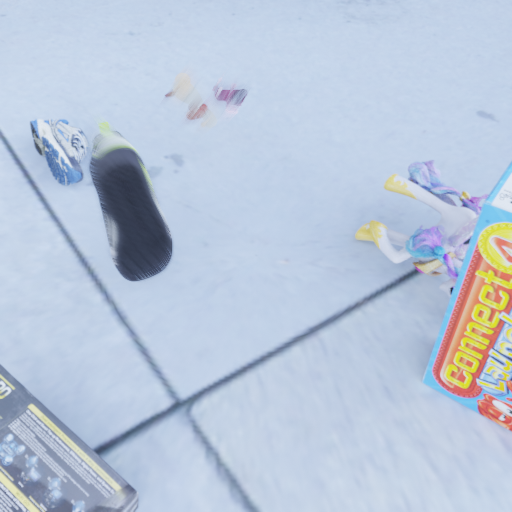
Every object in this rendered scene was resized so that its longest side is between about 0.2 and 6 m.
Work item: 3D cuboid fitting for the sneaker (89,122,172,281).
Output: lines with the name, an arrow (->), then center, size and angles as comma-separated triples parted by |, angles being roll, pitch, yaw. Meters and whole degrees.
sneaker -> -1.783, -0.744, 8.002 | 0.892, 2.487, 1.030 | -14, 45, -14

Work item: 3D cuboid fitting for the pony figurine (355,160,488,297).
pony figurine -> 3.115, -0.403, 8.634 | 2.473, 2.134, 2.562 | -46, 57, 1

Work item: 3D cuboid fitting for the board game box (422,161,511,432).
board game box -> 3.706, 0.984, 5.920 | 3.215, 3.283, 0.918 | 26, 52, 26

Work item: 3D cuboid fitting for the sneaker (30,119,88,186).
sneaker -> -3.726, -2.178, 11.036 | 0.929, 0.840, 2.181 | -20, 48, -25

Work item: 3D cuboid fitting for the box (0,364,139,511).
box -> -2.949, 2.505, 5.845 | 2.702, 0.664, 2.178 | 35, 54, 15

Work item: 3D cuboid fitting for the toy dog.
toy dog -> -1.264, -2.832, 10.492 | 0.552, 1.146, 0.756 | -31, 9, 12

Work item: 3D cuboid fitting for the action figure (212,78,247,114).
action figure -> -0.526, -2.929, 10.318 | 0.537, 0.597, 0.802 | -1, 16, -43
